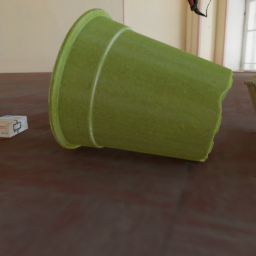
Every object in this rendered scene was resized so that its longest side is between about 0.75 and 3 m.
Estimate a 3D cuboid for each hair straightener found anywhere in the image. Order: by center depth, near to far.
[{"bbox_3d":[1.751,-3.799,7.205,0.827,2.150,0.440,-30,41,15],"label":"hair straightener"}]

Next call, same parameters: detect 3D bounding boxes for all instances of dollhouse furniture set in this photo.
[{"bbox_3d":[4.327,-0.747,6.487,2.139,1.478,2.265,-27,16,-12],"label":"dollhouse furniture set"}]

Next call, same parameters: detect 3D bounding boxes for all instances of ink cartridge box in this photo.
[{"bbox_3d":[-3.209,-0.031,7.314,0.653,0.382,1.125,2,14,9],"label":"ink cartridge box"}]

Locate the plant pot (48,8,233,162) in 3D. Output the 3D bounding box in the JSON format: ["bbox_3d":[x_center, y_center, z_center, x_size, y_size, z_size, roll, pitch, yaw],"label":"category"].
[{"bbox_3d":[0.442,-0.570,5.570,2.772,2.919,2.919,17,18,14],"label":"plant pot"}]
